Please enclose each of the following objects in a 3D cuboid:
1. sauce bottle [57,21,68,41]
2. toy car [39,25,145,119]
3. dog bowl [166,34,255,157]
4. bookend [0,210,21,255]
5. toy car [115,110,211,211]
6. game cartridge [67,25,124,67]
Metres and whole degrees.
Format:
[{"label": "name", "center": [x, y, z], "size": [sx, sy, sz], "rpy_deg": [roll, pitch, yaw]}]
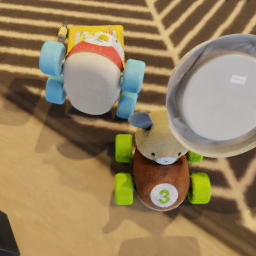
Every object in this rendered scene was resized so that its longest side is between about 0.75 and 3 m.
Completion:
[{"label": "sauce bottle", "center": [-2.146, -3.234, 9.294], "size": [0.256, 0.256, 0.792], "rpy_deg": [3, 57, 2]}, {"label": "toy car", "center": [-0.737, -1.845, 7.328], "size": [2.307, 2.214, 2.503], "rpy_deg": [11, 60, -2]}, {"label": "dog bowl", "center": [1.435, -0.484, 4.231], "size": [1.858, 1.858, 0.545], "rpy_deg": [-4, 26, -2]}, {"label": "bookend", "center": [-3.430, 2.259, 4.950], "size": [2.191, 2.177, 1.009], "rpy_deg": [-27, 64, -14]}, {"label": "toy car", "center": [0.745, 0.455, 5.788], "size": [2.079, 2.531, 1.997], "rpy_deg": [0, 60, 0]}, {"label": "game cartridge", "center": [-1.005, -2.393, 8.745], "size": [1.773, 0.326, 2.011], "rpy_deg": [-2, 60, -1]}]
